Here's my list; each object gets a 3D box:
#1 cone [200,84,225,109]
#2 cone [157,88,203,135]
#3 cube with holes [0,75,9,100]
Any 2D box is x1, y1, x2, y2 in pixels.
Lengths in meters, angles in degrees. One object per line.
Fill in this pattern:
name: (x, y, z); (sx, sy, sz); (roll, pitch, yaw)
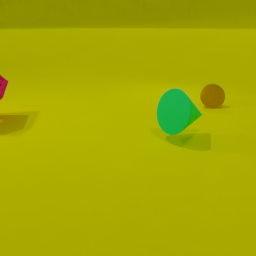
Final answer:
cone: (3.183, -1.156, 10.973); (0.944, 0.944, 0.947); (0, -5, 1)
cone: (1.670, -0.411, 7.787); (1.246, 1.242, 1.242); (3, 16, -37)
cube with holes: (-4.833, -1.195, 8.672); (1.399, 1.399, 1.399); (-42, 32, 10)
